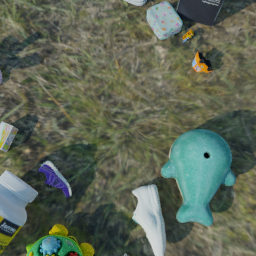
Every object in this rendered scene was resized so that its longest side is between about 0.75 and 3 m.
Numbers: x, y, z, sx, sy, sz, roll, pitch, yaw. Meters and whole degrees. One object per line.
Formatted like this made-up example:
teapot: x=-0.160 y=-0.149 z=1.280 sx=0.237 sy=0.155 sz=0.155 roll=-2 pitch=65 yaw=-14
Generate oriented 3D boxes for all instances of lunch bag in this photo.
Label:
lunch bag: x=1.376 y=-3.981 z=10.406 sx=1.053 sy=0.506 sz=1.313 roll=-27 pitch=78 yaw=-9

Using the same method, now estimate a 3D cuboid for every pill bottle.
pill bottle: x=-4.027 y=2.759 z=8.020 sx=1.663 sy=1.663 sz=2.970 roll=34 pitch=72 yaw=8

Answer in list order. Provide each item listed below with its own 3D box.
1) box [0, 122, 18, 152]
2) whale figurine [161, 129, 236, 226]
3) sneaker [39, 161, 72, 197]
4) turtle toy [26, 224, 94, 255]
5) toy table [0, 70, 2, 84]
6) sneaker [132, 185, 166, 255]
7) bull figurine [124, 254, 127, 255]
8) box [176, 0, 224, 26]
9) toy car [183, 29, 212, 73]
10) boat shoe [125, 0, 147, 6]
box: x=-4.117 y=0.293 z=9.335 sx=0.436 sy=0.484 sz=0.860 roll=21 pitch=75 yaw=5
whale figurine: x=2.182 y=1.444 z=8.507 sx=2.323 sy=1.515 sz=2.920 roll=9 pitch=77 yaw=2
sneaker: x=-2.269 y=1.660 z=8.781 sx=0.563 sy=0.544 sz=1.350 roll=-40 pitch=101 yaw=-16
turtle toy: x=-1.843 y=4.115 z=7.916 sx=2.658 sy=1.344 sz=1.937 roll=32 pitch=78 yaw=8
toy table: x=-5.389 y=-2.156 z=9.645 sx=1.879 sy=1.101 sz=1.728 roll=22 pitch=77 yaw=4
sneaker: x=0.608 y=2.877 z=8.632 sx=0.941 sy=0.800 sz=2.126 roll=-12 pitch=69 yaw=9
bull figurine: x=0.232 y=4.305 z=8.367 sx=0.724 sy=0.389 sz=1.193 roll=-18 pitch=76 yaw=-4
box: x=2.871 y=-5.511 z=9.715 sx=1.602 sy=2.578 sz=2.599 roll=18 pitch=77 yaw=5
toy car: x=2.495 y=-2.704 z=10.226 sx=0.571 sy=0.842 sz=1.717 roll=-35 pitch=52 yaw=35
boat shoe: x=-0.328 y=-5.363 z=10.628 sx=2.239 sy=0.748 sz=0.824 roll=14 pitch=76 yaw=3
